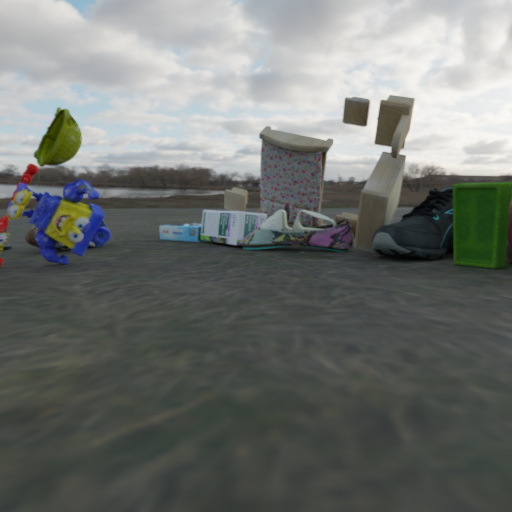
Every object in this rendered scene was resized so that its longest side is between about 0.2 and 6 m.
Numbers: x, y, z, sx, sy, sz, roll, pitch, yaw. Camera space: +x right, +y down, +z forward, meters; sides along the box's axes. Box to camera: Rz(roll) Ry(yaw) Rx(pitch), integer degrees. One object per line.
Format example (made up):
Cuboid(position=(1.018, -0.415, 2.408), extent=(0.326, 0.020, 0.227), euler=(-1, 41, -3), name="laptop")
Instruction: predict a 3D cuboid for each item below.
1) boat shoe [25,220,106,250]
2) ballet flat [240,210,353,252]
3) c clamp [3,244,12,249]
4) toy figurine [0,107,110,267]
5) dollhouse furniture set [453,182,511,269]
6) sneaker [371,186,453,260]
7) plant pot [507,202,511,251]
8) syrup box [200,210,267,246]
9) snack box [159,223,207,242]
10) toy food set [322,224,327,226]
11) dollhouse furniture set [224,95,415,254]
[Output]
Cuboid(position=(-3.526, -0.476, 10.485), extent=(0.732, 0.731, 2.023), euler=(-9, -2, 14), name="boat shoe")
Cuboid(position=(0.724, -0.474, 10.230), extent=(2.087, 0.743, 0.721), euler=(1, 15, 17), name="ballet flat")
Cuboid(position=(-5.180, -0.184, 10.198), extent=(1.451, 0.196, 1.239), euler=(2, 6, 13), name="c clamp")
Cuboid(position=(-2.688, -0.746, 8.044), extent=(1.433, 2.391, 1.261), euler=(28, 8, -25), name="toy figurine")
Cuboid(position=(4.164, -0.520, 8.669), extent=(3.058, 1.181, 1.528), euler=(-4, 8, -36), name="dollhouse furniture set")
Cuboid(position=(2.939, -0.580, 9.410), extent=(2.984, 1.183, 1.125), euler=(-8, 11, -43), name="sneaker")
Cuboid(position=(4.217, -0.462, 7.530), extent=(1.514, 1.514, 1.355), euler=(-5, -8, -39), name="plant pot")
Cuboid(position=(-0.484, -0.576, 11.448), extent=(0.682, 0.659, 1.674), euler=(3, 4, -30), name="syrup box")
Cuboid(position=(-1.145, -0.571, 13.061), extent=(1.141, 0.364, 1.964), euler=(4, 7, 35), name="snack box")
Cuboid(position=(1.217, -0.623, 12.826), extent=(1.219, 0.513, 1.699), euler=(0, 6, 0), name="toy food set")
Cuboid(position=(0.788, -1.486, 10.275), extent=(3.554, 3.031, 1.735), euler=(14, 39, 17), name="dollhouse furniture set")
